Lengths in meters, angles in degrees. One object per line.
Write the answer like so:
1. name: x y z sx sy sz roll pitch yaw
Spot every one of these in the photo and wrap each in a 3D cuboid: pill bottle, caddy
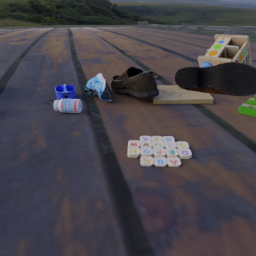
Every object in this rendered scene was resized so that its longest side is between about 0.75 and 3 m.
1. pill bottle: -1.907 -0.705 8.897 0.823 0.448 0.448 2 24 6
2. caddy: -2.275 -1.324 10.177 0.709 0.526 1.002 -5 25 -14

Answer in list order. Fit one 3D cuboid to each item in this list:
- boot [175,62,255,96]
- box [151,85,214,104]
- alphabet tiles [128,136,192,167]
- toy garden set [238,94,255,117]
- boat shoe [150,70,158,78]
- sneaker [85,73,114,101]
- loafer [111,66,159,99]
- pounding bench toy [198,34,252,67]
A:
1. boot: 1.642 -0.756 4.898 1.402 0.510 1.490 -1 3 25
2. box: 1.905 -1.262 10.410 2.113 0.225 1.728 0 24 -1
3. alphabet tiles: 0.728 0.494 6.634 1.469 0.107 1.437 1 24 2
4. toy garden set: 5.239 -0.863 9.108 2.284 0.547 2.740 18 30 35
5. boat shoe: 1.124 -2.488 12.968 0.358 0.359 0.970 12 27 25
6. sneaker: -1.119 -1.362 10.312 0.879 0.766 1.955 -25 27 -4
7. loafer: 0.227 -1.790 10.401 1.036 1.012 2.837 -14 20 -28
8. pounding bench toy: 4.087 -2.403 11.715 1.411 2.272 1.772 20 63 40
